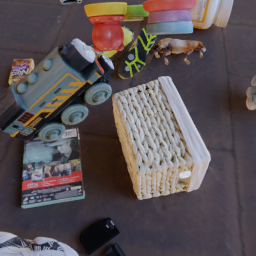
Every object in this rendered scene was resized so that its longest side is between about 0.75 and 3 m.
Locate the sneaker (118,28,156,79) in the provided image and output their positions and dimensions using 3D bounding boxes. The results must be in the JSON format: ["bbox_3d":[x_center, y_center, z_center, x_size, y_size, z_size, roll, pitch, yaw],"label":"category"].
[{"bbox_3d":[0.376,-2.856,11.149,0.866,0.877,2.296,34,77,-5],"label":"sneaker"}]

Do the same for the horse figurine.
[{"bbox_3d":[1.939,-3.160,11.352,2.596,0.648,1.720,0,43,7],"label":"horse figurine"}]

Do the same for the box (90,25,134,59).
[{"bbox_3d":[-0.677,-3.551,11.762,0.768,0.512,2.041,34,61,21],"label":"box"}]

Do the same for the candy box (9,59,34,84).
[{"bbox_3d":[-4.104,-2.134,10.853,0.738,0.357,1.265,-3,56,-3],"label":"candy box"}]

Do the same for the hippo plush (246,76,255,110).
[{"bbox_3d":[5.190,-1.228,9.651,1.535,1.909,1.520,25,18,-9],"label":"hippo plush"}]

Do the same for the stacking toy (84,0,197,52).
[{"bbox_3d":[0.506,-2.986,8.240,2.970,1.254,2.689,2,20,16],"label":"stacking toy"}]

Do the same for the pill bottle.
[{"bbox_3d":[2.944,-5.307,12.294,2.956,1.667,1.667,13,56,9],"label":"pill bottle"}]

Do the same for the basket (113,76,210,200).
[{"bbox_3d":[0.768,0.335,8.092,1.846,2.029,2.993,-14,56,-7],"label":"basket"}]

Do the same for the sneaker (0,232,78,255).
[{"bbox_3d":[-2.476,3.361,6.637,2.463,0.925,1.416,4,55,9],"label":"sneaker"}]

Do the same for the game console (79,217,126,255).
[{"bbox_3d":[-0.493,3.161,7.197,0.978,0.200,1.659,-30,58,-19],"label":"game console"}]

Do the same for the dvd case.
[{"bbox_3d":[-2.306,1.128,8.595,1.782,0.269,2.442,-9,56,-6],"label":"dvd case"}]

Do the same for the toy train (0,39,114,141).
[{"bbox_3d":[-1.714,-0.776,6.535,2.955,1.684,1.259,-37,60,15],"label":"toy train"}]

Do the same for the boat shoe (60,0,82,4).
[{"bbox_3d":[-1.653,-4.143,8.922,1.070,0.373,0.381,-17,80,-16],"label":"boat shoe"}]
